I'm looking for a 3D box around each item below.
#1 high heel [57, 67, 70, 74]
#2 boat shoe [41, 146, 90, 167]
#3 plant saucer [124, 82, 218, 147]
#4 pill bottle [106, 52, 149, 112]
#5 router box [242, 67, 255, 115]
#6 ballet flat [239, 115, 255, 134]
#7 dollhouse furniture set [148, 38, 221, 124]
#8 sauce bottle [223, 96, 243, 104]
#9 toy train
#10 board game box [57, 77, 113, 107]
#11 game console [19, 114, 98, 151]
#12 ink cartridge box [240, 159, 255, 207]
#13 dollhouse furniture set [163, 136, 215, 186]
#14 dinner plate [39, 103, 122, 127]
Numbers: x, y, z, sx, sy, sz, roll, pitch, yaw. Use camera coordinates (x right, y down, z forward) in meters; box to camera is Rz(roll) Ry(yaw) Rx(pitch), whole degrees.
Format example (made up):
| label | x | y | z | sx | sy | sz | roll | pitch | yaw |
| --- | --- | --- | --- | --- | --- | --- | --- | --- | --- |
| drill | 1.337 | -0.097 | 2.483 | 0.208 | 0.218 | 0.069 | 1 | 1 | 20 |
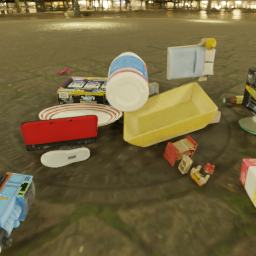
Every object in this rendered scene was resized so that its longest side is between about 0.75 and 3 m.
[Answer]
| label | x | y | z | sx | sy | sz | roll | pitch | yaw |
| --- | --- | --- | --- | --- | --- | --- | --- | --- | --- |
| high heel | -3.765 | -3.329 | 16.207 | 0.754 | 0.362 | 0.254 | -8 | 28 | -15 |
| boat shoe | -1.795 | 0.788 | 8.024 | 1.389 | 0.477 | 0.393 | -6 | 21 | -26 |
| plant saucer | 1.294 | -0.402 | 9.318 | 2.825 | 0.684 | 2.825 | -19 | 24 | 8 |
| pill bottle | -0.001 | -1.912 | 10.672 | 1.523 | 1.523 | 2.713 | 0 | 35 | 1 |
| router box | 5.219 | -1.257 | 10.698 | 0.544 | 1.638 | 2.083 | -3 | 28 | -6 |
| ballet flat | 4.875 | -0.014 | 9.042 | 0.969 | 0.916 | 2.875 | -13 | 29 | -24 |
| dollhouse furniture set | 2.105 | -1.762 | 10.350 | 2.702 | 2.862 | 1.868 | -7 | 27 | -13 |
| sauce bottle | 4.640 | -1.215 | 12.040 | 1.061 | 0.350 | 0.350 | -1 | 27 | -7 |
| toy train | -2.727 | 1.732 | 5.659 | 1.206 | 0.915 | 2.110 | 6 | 27 | -1 |
| board game box | -1.531 | -1.624 | 12.434 | 2.617 | 0.742 | 2.163 | 3 | 25 | 6 |
| game console | -2.123 | -0.102 | 8.801 | 2.176 | 1.292 | 1.876 | -6 | 28 | -14 |
| ink cartridge box | 3.471 | 1.422 | 6.447 | 1.191 | 0.685 | 1.641 | 0 | 27 | 1 |
| dollhouse furniture set | 1.736 | 0.948 | 7.701 | 0.791 | 0.598 | 1.471 | -15 | 48 | -29 |
| dinner plate | -1.686 | -0.420 | 10.162 | 2.950 | 0.358 | 2.950 | 2 | 18 | -1 |
